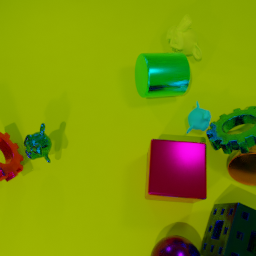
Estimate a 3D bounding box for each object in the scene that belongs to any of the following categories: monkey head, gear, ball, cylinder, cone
[{"bbox_3d":[-2.283,0.470,7.363,0.684,0.817,1.136,-17,107,-42],"label":"monkey head"},{"bbox_3d":[1.862,-2.954,8.885,0.974,1.163,1.617,1,55,-30],"label":"monkey head"},{"bbox_3d":[3.068,0.023,7.634,1.773,1.773,0.328,-34,113,-11],"label":"gear"},{"bbox_3d":[1.136,3.214,6.666,1.241,1.241,1.241,0,70,0],"label":"ball"},{"bbox_3d":[2.069,-0.310,8.174,0.647,0.773,1.074,16,75,19],"label":"monkey head"},{"bbox_3d":[0.973,-1.552,8.200,1.268,1.268,1.268,-5,70,-15],"label":"cylinder"},{"bbox_3d":[-3.469,0.649,7.393,0.299,1.616,1.616,-33,72,11],"label":"gear"},{"bbox_3d":[3.508,0.707,7.907,1.301,1.301,1.306,16,44,6],"label":"cone"}]

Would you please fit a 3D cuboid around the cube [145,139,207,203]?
[{"bbox_3d":[1.198,1.165,7.318,1.380,1.380,1.380,4,71,2],"label":"cube"}]

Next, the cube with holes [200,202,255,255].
[{"bbox_3d":[2.761,2.709,6.705,1.348,1.348,1.348,24,72,1],"label":"cube with holes"}]
